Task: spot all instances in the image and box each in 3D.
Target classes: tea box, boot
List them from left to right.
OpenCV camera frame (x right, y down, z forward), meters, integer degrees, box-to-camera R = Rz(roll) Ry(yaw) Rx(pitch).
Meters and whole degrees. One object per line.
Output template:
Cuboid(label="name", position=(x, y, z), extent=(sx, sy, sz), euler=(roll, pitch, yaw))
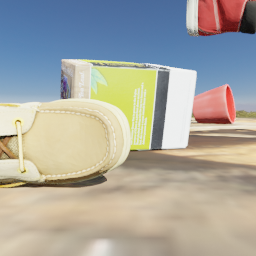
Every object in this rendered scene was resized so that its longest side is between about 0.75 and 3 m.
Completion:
Cuboid(label="boot", position=(-0.760, 0.101, 1.258), extent=(1.345, 0.490, 1.046), euler=(0, 2, 22))
Cuboid(label="tea box", position=(-0.118, -0.367, 3.606), extent=(1.384, 0.940, 1.406), euler=(0, 15, -18))
Cuboid(label="boot", position=(1.699, -2.542, 4.623), extent=(1.428, 1.979, 0.717), euler=(7, 37, 28))

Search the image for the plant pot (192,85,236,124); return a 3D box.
Cuboid(label="plant pot", position=(3.879, -0.963, 12.769), extent=(1.590, 1.797, 1.797), euler=(-8, -2, 31))
